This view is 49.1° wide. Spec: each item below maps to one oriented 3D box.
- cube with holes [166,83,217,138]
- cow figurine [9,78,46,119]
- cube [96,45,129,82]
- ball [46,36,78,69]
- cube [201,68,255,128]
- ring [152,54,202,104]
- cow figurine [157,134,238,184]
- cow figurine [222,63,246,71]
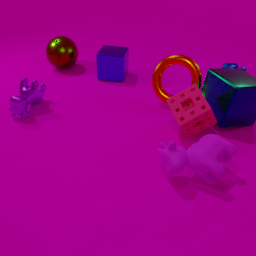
[{"bbox_3d":[1.782,-0.463,7.831,0.920,0.920,0.920,-29,58,13],"label":"cube with holes"},{"bbox_3d":[-3.292,-0.943,9.221,0.748,1.341,1.362,13,-2,10],"label":"cow figurine"},{"bbox_3d":[-0.596,-2.578,11.156,1.069,1.069,1.069,8,36,8],"label":"cube"},{"bbox_3d":[-2.763,-3.167,11.760,1.346,1.346,1.346,0,36,0],"label":"ball"},{"bbox_3d":[3.142,-0.943,8.540,1.345,1.345,1.345,-5,35,-24],"label":"cube"},{"bbox_3d":[1.594,-1.578,9.230,1.663,1.663,0.333,13,12,18],"label":"ring"},{"bbox_3d":[1.587,0.608,6.616,1.543,0.861,1.568,37,61,14],"label":"cow figurine"},{"bbox_3d":[3.771,-1.736,10.202,0.834,1.495,1.520,3,79,5],"label":"cow figurine"}]
